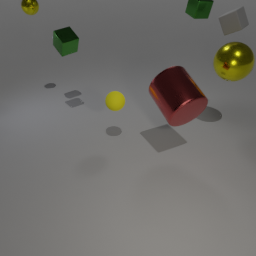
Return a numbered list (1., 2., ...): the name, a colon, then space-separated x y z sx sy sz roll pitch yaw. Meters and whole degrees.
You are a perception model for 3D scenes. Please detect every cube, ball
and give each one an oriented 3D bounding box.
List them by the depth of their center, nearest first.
1. ball: -0.448 -0.941 9.806 0.700 0.700 0.700 0 31 0
2. ball: 3.798 -2.379 10.084 1.400 1.400 1.400 0 31 0
3. cube: 3.858 -3.906 10.219 0.700 0.700 0.700 -6 25 48
4. cube: -2.346 -3.260 10.560 0.700 0.700 0.700 -28 71 -29
5. cube: 2.804 -4.785 11.056 0.700 0.700 0.700 -10 45 -23
6. ball: -3.986 -4.967 11.405 0.700 0.700 0.700 0 31 0

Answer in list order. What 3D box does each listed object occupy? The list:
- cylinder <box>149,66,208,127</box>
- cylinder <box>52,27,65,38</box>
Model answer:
1. cylinder: 1.576 -1.001 8.926 1.400 1.400 1.400 -16 61 -24
2. cylinder: -2.639 -3.679 11.574 0.700 0.700 0.700 -41 41 -5
